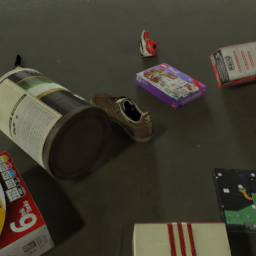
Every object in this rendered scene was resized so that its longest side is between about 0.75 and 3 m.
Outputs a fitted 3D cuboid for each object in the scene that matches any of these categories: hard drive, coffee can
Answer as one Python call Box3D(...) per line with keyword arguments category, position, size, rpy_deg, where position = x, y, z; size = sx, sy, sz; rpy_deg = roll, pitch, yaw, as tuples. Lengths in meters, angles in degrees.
Box3D(category="hard drive", position=(2.729, 1.700, 6.757), size=(1.142, 0.309, 1.634), rpy_deg=(2, 41, 2))
Box3D(category="coffee can", position=(-2.153, -0.186, 7.568), size=(2.799, 2.048, 2.048), rpy_deg=(31, 50, 30))

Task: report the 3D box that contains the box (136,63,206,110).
Box3D(category="box", position=(1.551, -1.623, 10.433), size=(1.508, 0.431, 2.204), rpy_deg=(-27, 48, -27))

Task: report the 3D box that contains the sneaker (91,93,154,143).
Box3D(category="sneaker", position=(-0.185, -0.652, 8.878), size=(0.964, 1.034, 2.737), rpy_deg=(-33, 51, -32))

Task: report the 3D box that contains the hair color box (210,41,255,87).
Box3D(category="hair color box", position=(4.588, -2.528, 10.719), size=(2.598, 0.795, 1.319), rpy_deg=(-13, 85, -16))

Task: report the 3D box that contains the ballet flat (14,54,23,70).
Box3D(category="ballet flat", position=(-4.621, -2.702, 11.738), size=(0.390, 0.334, 1.175), rpy_deg=(-12, 43, -13))

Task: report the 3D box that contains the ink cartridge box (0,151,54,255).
Box3D(category="ink cartridge box", position=(-3.094, 1.947, 5.943), size=(2.114, 1.010, 2.408), rpy_deg=(-26, 48, -26))

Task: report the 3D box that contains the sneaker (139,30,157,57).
Box3D(category="sneaker", position=(0.938, -3.835, 12.895), size=(0.761, 0.690, 1.792), rpy_deg=(4, 50, -7))

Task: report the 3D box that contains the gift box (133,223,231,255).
Box3D(category="gift box", position=(0.764, 2.564, 4.472), size=(1.742, 1.887, 1.762), rpy_deg=(-3, 57, 4))
